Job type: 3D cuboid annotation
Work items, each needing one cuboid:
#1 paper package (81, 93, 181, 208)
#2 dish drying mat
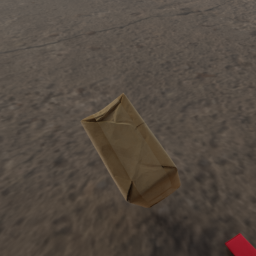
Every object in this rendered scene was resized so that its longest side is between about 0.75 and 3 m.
[{"bbox_3d":[0.144,0.573,5.746,1.025,1.982,1.889,-34,69,0],"label":"paper package"},{"bbox_3d":[2.415,2.586,5.331,0.447,0.106,1.164,-22,45,-21],"label":"dish drying mat"}]
